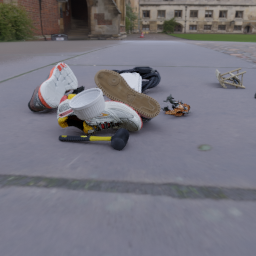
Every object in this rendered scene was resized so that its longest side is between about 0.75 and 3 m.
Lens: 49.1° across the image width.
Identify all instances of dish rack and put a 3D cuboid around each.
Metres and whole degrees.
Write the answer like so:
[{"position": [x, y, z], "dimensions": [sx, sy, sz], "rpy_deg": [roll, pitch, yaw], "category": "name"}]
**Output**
[{"position": [-0.115, -1.783, 11.353], "dimensions": [1.289, 0.327, 1.502], "rpy_deg": [-3, 43, 8], "category": "dish rack"}]

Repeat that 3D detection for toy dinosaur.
[{"position": [1.563, -0.657, 9.013], "dimensions": [0.826, 0.622, 1.217], "rpy_deg": [33, 13, 29], "category": "toy dinosaur"}]

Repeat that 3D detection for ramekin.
[{"position": [-0.932, -0.545, 6.646], "dimensions": [0.827, 0.434, 0.827], "rpy_deg": [-17, 32, 11], "category": "ramekin"}]

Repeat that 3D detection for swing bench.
[{"position": [4.745, -2.320, 13.056], "dimensions": [1.209, 0.785, 1.203], "rpy_deg": [-1, 21, 12], "category": "swing bench"}]

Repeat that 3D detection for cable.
[{"position": [0.131, -2.124, 12.564], "dimensions": [2.679, 0.681, 2.186], "rpy_deg": [3, 34, 8], "category": "cable"}]

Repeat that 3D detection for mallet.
[{"position": [-0.873, 0.301, 6.853], "dimensions": [1.797, 0.370, 0.592], "rpy_deg": [-3, 24, 7], "category": "mallet"}]

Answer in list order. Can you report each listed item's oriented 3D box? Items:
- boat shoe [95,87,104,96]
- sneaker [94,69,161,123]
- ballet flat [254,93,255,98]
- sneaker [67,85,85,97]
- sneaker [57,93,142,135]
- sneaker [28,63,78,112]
[{"position": [-1.304, -1.545, 11.610], "dimensions": [0.840, 0.311, 0.310], "rpy_deg": [14, 25, 33], "category": "boat shoe"}, {"position": [-0.065, -0.842, 8.097], "dimensions": [2.062, 0.723, 1.119], "rpy_deg": [33, -9, 3], "category": "sneaker"}, {"position": [5.212, -1.190, 10.748], "dimensions": [0.306, 0.262, 0.922], "rpy_deg": [-8, 22, -20], "category": "ballet flat"}, {"position": [-2.096, -1.390, 11.012], "dimensions": [0.857, 0.447, 0.257], "rpy_deg": [-16, 27, -34], "category": "sneaker"}, {"position": [-0.769, -0.177, 7.533], "dimensions": [2.315, 0.901, 0.951], "rpy_deg": [8, 55, 1], "category": "sneaker"}, {"position": [-2.790, -1.476, 10.155], "dimensions": [1.190, 1.120, 2.906], "rpy_deg": [-24, 21, 21], "category": "sneaker"}]
